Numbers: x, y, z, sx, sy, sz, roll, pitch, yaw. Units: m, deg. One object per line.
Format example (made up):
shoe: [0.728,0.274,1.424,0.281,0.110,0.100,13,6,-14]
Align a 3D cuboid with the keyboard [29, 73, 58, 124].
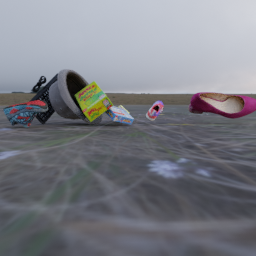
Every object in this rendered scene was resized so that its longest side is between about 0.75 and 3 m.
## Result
keyboard: [-2.877,-1.234,10.151,0.266,1.243,2.071,-15,33,39]

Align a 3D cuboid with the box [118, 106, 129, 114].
box: [-0.239,-0.597,10.869,0.510,0.339,1.354,42,5,-3]

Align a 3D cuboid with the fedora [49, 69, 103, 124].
fedora: [-1.955,-0.961,9.927,1.021,2.000,2.262,-23,-38,21]

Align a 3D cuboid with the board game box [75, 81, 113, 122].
board game box: [-1.216,-0.960,9.599,0.914,0.428,1.798,-37,32,-1]

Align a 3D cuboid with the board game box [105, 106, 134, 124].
board game box: [-0.326,-0.459,9.467,0.801,0.224,0.785,11,23,-38]

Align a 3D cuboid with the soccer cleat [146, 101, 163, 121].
soccer cleat: [1.071,-0.718,10.226,0.442,0.474,1.296,39,39,3]

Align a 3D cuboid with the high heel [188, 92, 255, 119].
high heel: [3.568,-0.949,10.038,2.690,0.906,1.290,4,-15,0]

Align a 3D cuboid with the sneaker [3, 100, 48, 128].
sneaker: [-3.014,-0.408,8.523,1.580,0.755,0.626,-5,17,27]
